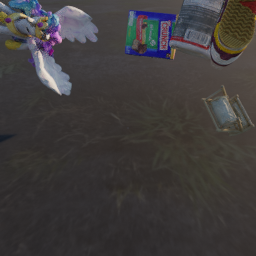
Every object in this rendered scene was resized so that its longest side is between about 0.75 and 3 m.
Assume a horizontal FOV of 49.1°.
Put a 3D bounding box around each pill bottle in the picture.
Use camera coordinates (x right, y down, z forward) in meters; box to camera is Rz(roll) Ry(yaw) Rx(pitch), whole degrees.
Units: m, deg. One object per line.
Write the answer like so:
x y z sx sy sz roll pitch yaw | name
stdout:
2.382 -3.624 8.727 1.481 2.600 1.481 18 11 -4 | pill bottle

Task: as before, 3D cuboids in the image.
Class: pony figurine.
-1.876 -1.835 5.737 2.194 1.827 2.118 19 -1 27 | pony figurine

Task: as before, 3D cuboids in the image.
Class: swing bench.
2.099 -0.321 5.882 0.839 0.544 0.834 15 49 -45 | swing bench

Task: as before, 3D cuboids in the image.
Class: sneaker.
2.680 -2.741 6.898 1.033 1.242 2.756 29 71 5 | sneaker

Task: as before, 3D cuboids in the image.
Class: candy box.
0.942 -3.570 10.847 1.935 1.636 0.745 8 15 6 | candy box
